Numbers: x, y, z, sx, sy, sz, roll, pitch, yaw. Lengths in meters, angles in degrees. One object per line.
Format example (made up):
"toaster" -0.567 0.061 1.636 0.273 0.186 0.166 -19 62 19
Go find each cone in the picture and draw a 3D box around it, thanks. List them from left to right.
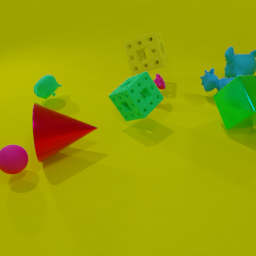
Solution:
"cone" -1.585 0.064 7.424 1.571 1.565 1.565 -5 36 -10

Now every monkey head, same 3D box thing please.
"monkey head" 4.436 -2.543 11.071 1.155 1.378 1.916 26 75 40

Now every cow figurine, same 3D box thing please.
"cow figurine" 0.763 -1.413 9.729 1.044 1.027 0.573 -4 58 -7
"cow figurine" 3.411 -1.572 10.066 1.465 0.804 1.442 -22 62 -34

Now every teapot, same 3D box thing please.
"teapot" -2.808 -1.413 9.873 0.711 0.903 1.452 45 31 -7

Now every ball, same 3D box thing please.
"ball" -2.805 0.764 6.816 0.724 0.724 0.724 0 36 0

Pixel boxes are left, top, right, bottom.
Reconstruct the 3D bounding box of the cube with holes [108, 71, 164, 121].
"cube with holes" 0.239 -0.921 8.368 0.981 0.981 0.981 -46 21 -29

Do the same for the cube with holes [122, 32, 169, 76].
"cube with holes" 0.717 -2.819 10.586 1.235 1.235 1.235 -13 14 22

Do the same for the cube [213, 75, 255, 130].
"cube" 3.505 -0.755 8.318 1.185 1.185 1.185 -5 67 -27
